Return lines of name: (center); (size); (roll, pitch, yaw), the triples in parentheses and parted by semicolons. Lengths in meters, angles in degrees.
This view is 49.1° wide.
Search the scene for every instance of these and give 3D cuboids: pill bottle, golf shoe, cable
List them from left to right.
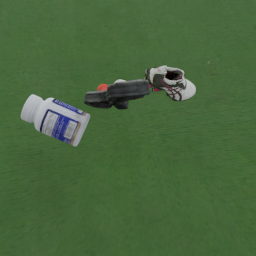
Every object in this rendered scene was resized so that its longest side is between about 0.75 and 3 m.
pill bottle: (-1.653, -0.209, 6.422); (1.387, 0.830, 0.830); (24, 55, -5)
cable: (-0.277, -0.755, 5.293); (1.338, 2.754, 0.693); (1, 88, -1)
golf shoe: (1.057, -0.969, 6.156); (1.479, 0.652, 0.571); (10, 74, -34)
